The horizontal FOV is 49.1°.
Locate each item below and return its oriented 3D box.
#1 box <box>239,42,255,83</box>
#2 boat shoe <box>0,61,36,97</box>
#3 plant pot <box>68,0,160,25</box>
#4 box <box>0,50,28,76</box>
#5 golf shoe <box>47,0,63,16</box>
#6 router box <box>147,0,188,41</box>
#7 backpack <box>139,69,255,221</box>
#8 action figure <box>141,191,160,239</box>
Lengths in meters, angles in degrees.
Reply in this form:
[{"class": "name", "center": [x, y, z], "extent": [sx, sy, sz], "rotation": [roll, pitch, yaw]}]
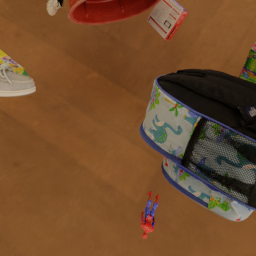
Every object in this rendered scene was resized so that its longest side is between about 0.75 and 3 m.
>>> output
[{"class": "box", "center": [3.742, -1.032, 6.000], "extent": [2.313, 2.228, 1.411], "rotation": [32, 77, 18]}, {"class": "boat shoe", "center": [-2.365, -0.940, 4.483], "extent": [1.787, 0.659, 0.573], "rotation": [17, 112, 0]}, {"class": "plant pot", "center": [-0.543, -3.917, 6.554], "extent": [2.287, 2.287, 2.224], "rotation": [-14, 95, -5]}, {"class": "box", "center": [-2.967, -1.366, 6.232], "extent": [1.406, 0.340, 0.825], "rotation": [37, 41, 20]}, {"class": "golf shoe", "center": [-1.752, -3.006, 6.817], "extent": [0.297, 0.759, 0.369], "rotation": [-20, 68, -39]}, {"class": "router box", "center": [0.978, -2.818, 7.100], "extent": [0.221, 0.812, 0.905], "rotation": [0, 47, -44]}, {"class": "backpack", "center": [1.487, 0.133, 4.670], "extent": [2.487, 1.827, 2.276], "rotation": [34, 32, 30]}, {"class": "action figure", "center": [0.422, 1.750, 5.595], "extent": [0.311, 0.246, 0.950], "rotation": [29, 45, -10]}]
